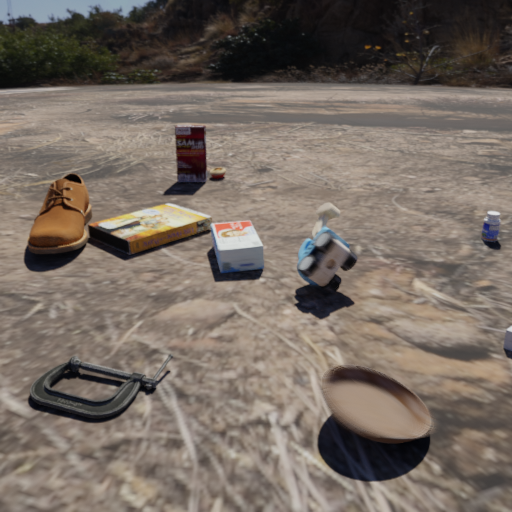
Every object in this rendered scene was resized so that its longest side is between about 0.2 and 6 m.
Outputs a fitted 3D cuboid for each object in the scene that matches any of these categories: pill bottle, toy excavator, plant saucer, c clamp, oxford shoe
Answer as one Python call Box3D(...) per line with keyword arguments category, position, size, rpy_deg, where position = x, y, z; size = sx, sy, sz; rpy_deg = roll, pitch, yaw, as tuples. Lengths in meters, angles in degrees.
Box3D(category="pill bottle", position=(5.280, -0.663, 12.577), size=(0.352, 0.628, 0.352), rpy_deg=(0, 22, 0))
Box3D(category="toy excavator", position=(1.229, -0.241, 10.489), size=(0.784, 1.526, 1.569), rpy_deg=(35, 1, -24))
Box3D(category="plant saucer", position=(1.399, 1.796, 6.721), size=(1.349, 0.232, 1.349), rpy_deg=(14, 20, -5))
Box3D(category="c clamp", position=(-2.095, 1.670, 7.477), size=(1.594, 0.216, 1.362), rpy_deg=(7, 28, 12))
Box3D(category="oxford shoe", position=(-4.463, -1.011, 12.664), size=(1.267, 1.266, 3.552), rpy_deg=(-3, 24, -11))

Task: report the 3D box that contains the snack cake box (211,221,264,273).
Box3D(category="snack cake box", position=(-0.414, -0.219, 11.572), size=(0.884, 0.517, 1.538), rpy_deg=(-7, 24, -8))

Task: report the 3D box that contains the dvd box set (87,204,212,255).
Box3D(category="dvd box set", position=(-2.430, -0.676, 12.972), size=(1.698, 0.341, 2.321), rpy_deg=(20, 30, 41))

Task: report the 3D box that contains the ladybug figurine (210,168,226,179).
Box3D(category="ladybug figurine", position=(-1.222, -2.633, 17.903), size=(0.500, 0.265, 0.736), rpy_deg=(4, 22, 10))

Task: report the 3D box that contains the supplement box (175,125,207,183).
Box3D(category="supplement box", position=(-1.986, -3.132, 17.202), size=(0.917, 1.686, 0.513), rpy_deg=(-1, 18, 0))

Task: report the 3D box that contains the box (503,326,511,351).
Box3D(category="box", position=(4.778, 1.180, 8.408), size=(1.749, 0.360, 1.364), rpy_deg=(-19, 28, -40))
